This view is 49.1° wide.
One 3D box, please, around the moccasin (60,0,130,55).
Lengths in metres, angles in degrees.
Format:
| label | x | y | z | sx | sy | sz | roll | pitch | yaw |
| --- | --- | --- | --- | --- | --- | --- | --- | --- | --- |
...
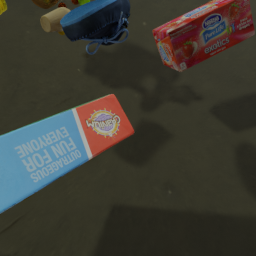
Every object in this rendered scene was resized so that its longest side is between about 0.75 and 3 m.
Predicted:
| label | x | y | z | sx | sy | sz | roll | pitch | yaw |
| --- | --- | --- | --- | --- | --- | --- | --- | --- | --- |
| moccasin | -0.263 | -1.487 | 3.945 | 0.761 | 0.645 | 1.891 | -4 | 30 | 24 |

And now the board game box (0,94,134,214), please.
| label | x | y | z | sx | sy | sz | roll | pitch | yaw |
| --- | --- | --- | --- | --- | --- | --- | --- | --- | --- |
| board game box | -1.561 | 0.681 | 3.541 | 2.163 | 2.827 | 0.570 | -29 | 89 | -48 |

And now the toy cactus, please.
| label | x | y | z | sx | sy | sz | roll | pitch | yaw |
| --- | --- | --- | --- | --- | --- | --- | --- | --- | --- |
| toy cactus | -1.296 | -2.697 | 7.001 | 2.334 | 1.194 | 1.926 | 19 | 39 | 33 |

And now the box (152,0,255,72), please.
| label | x | y | z | sx | sy | sz | roll | pitch | yaw |
| --- | --- | --- | --- | --- | --- | --- | --- | --- | --- |
| box | 1.740 | -2.237 | 6.552 | 2.033 | 0.971 | 1.013 | -27 | 26 | -5 |

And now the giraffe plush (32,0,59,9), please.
| label | x | y | z | sx | sy | sz | roll | pitch | yaw |
| --- | --- | --- | --- | --- | --- | --- | --- | --- | --- |
| giraffe plush | -2.416 | -4.311 | 7.457 | 2.850 | 2.311 | 2.459 | -31 | 49 | 24 |

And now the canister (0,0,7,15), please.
| label | x | y | z | sx | sy | sz | roll | pitch | yaw |
| --- | --- | --- | --- | --- | --- | --- | --- | --- | --- |
| canister | -2.925 | -2.064 | 4.741 | 0.982 | 0.573 | 1.323 | 38 | 65 | 12 |
